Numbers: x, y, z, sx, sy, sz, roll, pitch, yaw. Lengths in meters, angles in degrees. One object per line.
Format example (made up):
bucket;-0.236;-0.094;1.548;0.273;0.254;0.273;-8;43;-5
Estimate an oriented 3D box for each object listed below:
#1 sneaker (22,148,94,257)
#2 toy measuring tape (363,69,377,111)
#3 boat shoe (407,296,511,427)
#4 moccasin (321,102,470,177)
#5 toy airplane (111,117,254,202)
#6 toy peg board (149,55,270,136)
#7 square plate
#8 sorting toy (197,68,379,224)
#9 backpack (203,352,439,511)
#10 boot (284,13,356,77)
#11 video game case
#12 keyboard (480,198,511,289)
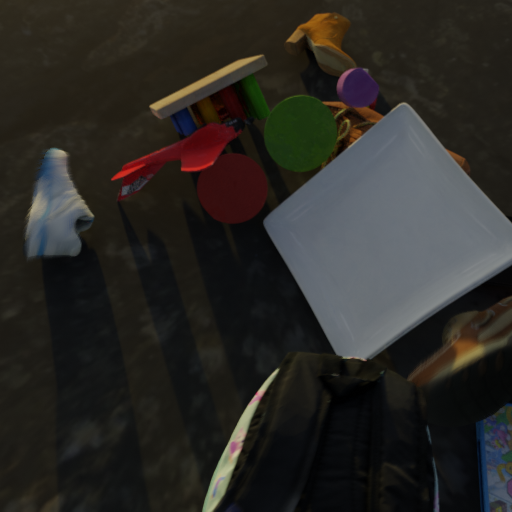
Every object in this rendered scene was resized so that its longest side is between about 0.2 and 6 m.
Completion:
sneaker;-2.908;-0.761;8.438;0.904;0.782;2.086;11;49;-23
toy measuring tape;1.890;-2.982;9.971;0.587;0.587;1.595;9;56;6
boat shoe;2.751;1.178;6.800;2.614;0.989;0.965;-17;28;-27
moccasin;1.615;-1.522;8.428;3.038;1.111;1.173;38;34;28
toy airplane;-1.161;-1.564;8.548;2.510;0.462;2.510;-25;19;9
toy peg board;-0.687;-2.417;9.113;1.789;0.879;1.797;-29;21;-4
square plate;1.662;-0.274;7.462;2.654;0.381;2.679;-39;58;19
sorting toy;0.403;-1.734;8.479;3.087;1.070;1.063;-39;18;2
backpack;0.525;2.485;5.323;2.570;1.949;3.080;19;55;-4
boot;1.495;-4.124;10.707;1.685;0.593;1.206;32;66;27
video game case;3.215;2.621;6.317;1.332;0.166;1.861;8;56;5
keyboard;2.942;-0.312;8.266;2.720;0.349;1.633;9;62;5
